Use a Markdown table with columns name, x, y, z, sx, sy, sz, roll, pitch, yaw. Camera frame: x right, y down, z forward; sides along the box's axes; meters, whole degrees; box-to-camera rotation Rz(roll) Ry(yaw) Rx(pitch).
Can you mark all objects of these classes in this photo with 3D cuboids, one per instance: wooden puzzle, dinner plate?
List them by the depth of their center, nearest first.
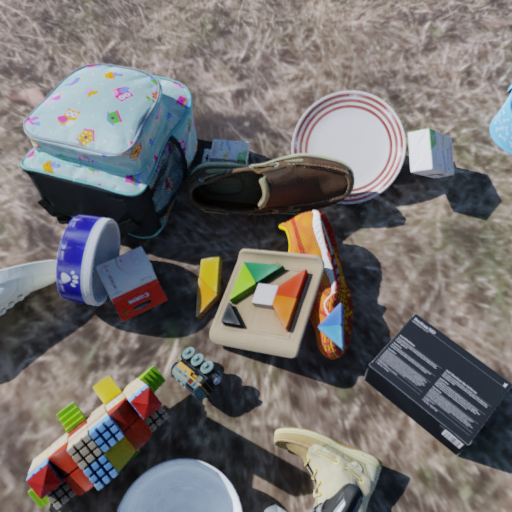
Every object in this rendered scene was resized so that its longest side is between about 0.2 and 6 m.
| name | x | y | z | sx | sy | sz | roll | pitch | yaw |
| --- | --- | --- | --- | --- | --- | --- | --- | --- | --- |
| wooden puzzle | 0.136 | 0.741 | 9.643 | 2.943 | 0.344 | 1.986 | -1 | 61 | 24 |
| dinner plate | 1.904 | -2.234 | 11.643 | 2.337 | 0.283 | 2.337 | 0 | 91 | 15 |

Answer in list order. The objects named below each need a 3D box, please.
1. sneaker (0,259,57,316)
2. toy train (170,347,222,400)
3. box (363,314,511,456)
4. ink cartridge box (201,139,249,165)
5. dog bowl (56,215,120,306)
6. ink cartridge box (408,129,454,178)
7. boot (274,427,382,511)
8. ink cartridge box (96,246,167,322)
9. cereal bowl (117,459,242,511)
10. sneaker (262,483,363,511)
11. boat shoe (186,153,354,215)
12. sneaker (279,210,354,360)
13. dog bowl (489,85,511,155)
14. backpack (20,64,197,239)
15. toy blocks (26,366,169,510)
| name | x | y | z | sx | sy | sz | roll | pitch | yaw |
| --- | --- | --- | --- | --- | --- | --- | --- | --- | --- |
| sneaker | -4.885 | 1.068 | 9.773 | 3.219 | 1.172 | 1.363 | -23 | 95 | -24 |
| toy train | -1.017 | 1.929 | 9.230 | 0.586 | 0.438 | 1.028 | -45 | 41 | -19 |
| box | 2.912 | 2.050 | 9.101 | 1.860 | 0.734 | 1.313 | 39 | 67 | 23 |
| ink cartridge box | -0.683 | -2.211 | 12.209 | 1.004 | 0.338 | 0.588 | 4 | 56 | 3 |
| dog bowl | -2.940 | 0.070 | 9.915 | 0.614 | 1.559 | 1.559 | 9 | 56 | 2 |
| ink cartridge box | 3.628 | -2.051 | 11.398 | 0.478 | 1.419 | 0.831 | -5 | 88 | 40 |
| boot | 0.907 | 3.382 | 8.310 | 1.681 | 0.612 | 1.306 | 19 | 60 | 9 |
| ink cartridge box | -2.288 | 0.492 | 10.284 | 0.934 | 0.328 | 1.149 | -26 | 61 | -15 |
| cereal bowl | -1.058 | 3.835 | 7.895 | 1.769 | 0.737 | 1.769 | 0 | 56 | 0 |
| sneaker | 0.584 | 3.612 | 7.651 | 1.082 | 0.703 | 1.873 | 37 | 105 | 33 |
| boat shoe | 0.265 | -1.245 | 10.877 | 3.309 | 1.222 | 1.224 | -4 | 21 | 7 |
| sneaker | 1.054 | 0.551 | 10.134 | 1.103 | 1.043 | 2.858 | -22 | 56 | 22 |
| dog bowl | 6.514 | -3.440 | 12.809 | 1.652 | 0.734 | 2.963 | 26 | 59 | 17 |
| backpack | -2.697 | -2.325 | 11.070 | 2.857 | 2.491 | 3.250 | 13 | 49 | 15 |
| toy blocks | -2.181 | 2.632 | 7.870 | 2.533 | 1.731 | 1.266 | -37 | 94 | -18 |
